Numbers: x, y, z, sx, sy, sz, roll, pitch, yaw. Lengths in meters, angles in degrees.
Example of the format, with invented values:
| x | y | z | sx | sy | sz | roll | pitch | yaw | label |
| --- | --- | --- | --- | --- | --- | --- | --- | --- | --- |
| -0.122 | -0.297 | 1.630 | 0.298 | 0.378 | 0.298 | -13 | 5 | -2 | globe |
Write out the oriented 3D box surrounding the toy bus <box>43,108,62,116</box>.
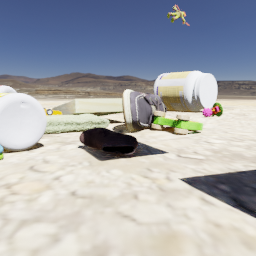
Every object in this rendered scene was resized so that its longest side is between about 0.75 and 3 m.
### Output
| x | y | z | sx | sy | sz | roll | pitch | yaw | label |
| --- | --- | --- | --- | --- | --- | --- | --- | --- | --- |
| -2.480 | -0.291 | 7.751 | 1.273 | 0.498 | 0.414 | -6 | 11 | -42 | toy bus |

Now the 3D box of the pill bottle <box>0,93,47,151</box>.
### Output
| x | y | z | sx | sy | sz | roll | pitch | yaw | label |
| --- | --- | --- | --- | --- | --- | --- | --- | --- | --- |
| -2.182 | -0.154 | 4.925 | 0.918 | 0.918 | 1.681 | -6 | 9 | -40 | pill bottle |

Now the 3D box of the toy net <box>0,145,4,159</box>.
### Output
| x | y | z | sx | sy | sz | roll | pitch | yaw | label |
| --- | --- | --- | --- | --- | --- | --- | --- | --- | --- |
| -2.628 | 0.337 | 3.372 | 2.018 | 0.390 | 1.059 | -4 | 11 | -18 | toy net |

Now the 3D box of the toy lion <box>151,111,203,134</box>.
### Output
| x | y | z | sx | sy | sz | roll | pitch | yaw | label |
| --- | --- | --- | --- | --- | --- | --- | --- | --- | --- |
| 1.325 | -0.109 | 6.912 | 1.267 | 0.454 | 1.321 | 6 | 4 | -33 | toy lion |

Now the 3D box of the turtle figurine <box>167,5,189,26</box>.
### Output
| x | y | z | sx | sy | sz | roll | pitch | yaw | label |
| --- | --- | --- | --- | --- | --- | --- | --- | --- | --- |
| 1.608 | -3.554 | 8.910 | 0.661 | 0.820 | 0.264 | -29 | -2 | -28 | turtle figurine |

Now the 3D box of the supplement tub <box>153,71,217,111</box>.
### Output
| x | y | z | sx | sy | sz | roll | pitch | yaw | label |
| --- | --- | --- | --- | --- | --- | --- | --- | --- | --- |
| 2.883 | -1.851 | 14.250 | 1.984 | 1.984 | 2.729 | -7 | 10 | -44 | supplement tub |

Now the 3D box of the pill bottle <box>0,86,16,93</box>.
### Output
| x | y | z | sx | sy | sz | roll | pitch | yaw | label |
| --- | --- | --- | --- | --- | --- | --- | --- | --- | --- |
| -3.511 | -0.411 | 6.359 | 1.857 | 1.076 | 1.076 | 1 | 7 | 10 | pill bottle |

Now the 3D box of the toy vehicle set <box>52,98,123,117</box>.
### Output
| x | y | z | sx | sy | sz | roll | pitch | yaw | label |
| --- | --- | --- | --- | --- | --- | --- | --- | --- | --- |
| -1.292 | -0.617 | 9.287 | 1.809 | 0.386 | 2.912 | -4 | 0 | -27 | toy vehicle set |

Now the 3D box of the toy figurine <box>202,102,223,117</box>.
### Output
| x | y | z | sx | sy | sz | roll | pitch | yaw | label |
| --- | --- | --- | --- | --- | --- | --- | --- | --- | --- |
| 3.158 | -0.621 | 10.858 | 0.711 | 0.580 | 0.773 | -13 | -10 | -24 | toy figurine |

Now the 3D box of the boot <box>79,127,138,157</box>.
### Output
| x | y | z | sx | sy | sz | roll | pitch | yaw | label |
| --- | --- | --- | --- | --- | --- | --- | --- | --- | --- |
| -0.341 | 0.208 | 4.296 | 0.982 | 0.355 | 0.817 | 4 | 6 | 4 | boot |

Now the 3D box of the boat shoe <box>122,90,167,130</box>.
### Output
| x | y | z | sx | sy | sz | roll | pitch | yaw | label |
| --- | --- | --- | --- | --- | --- | --- | --- | --- | --- |
| 0.516 | -0.496 | 7.469 | 0.923 | 1.024 | 2.848 | -3 | 0 | 13 | boat shoe |

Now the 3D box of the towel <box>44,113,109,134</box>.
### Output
| x | y | z | sx | sy | sz | roll | pitch | yaw | label |
| --- | --- | --- | --- | --- | --- | --- | --- | --- | --- |
| -1.572 | -0.137 | 7.076 | 1.948 | 0.355 | 1.445 | -3 | 8 | -26 | towel |
